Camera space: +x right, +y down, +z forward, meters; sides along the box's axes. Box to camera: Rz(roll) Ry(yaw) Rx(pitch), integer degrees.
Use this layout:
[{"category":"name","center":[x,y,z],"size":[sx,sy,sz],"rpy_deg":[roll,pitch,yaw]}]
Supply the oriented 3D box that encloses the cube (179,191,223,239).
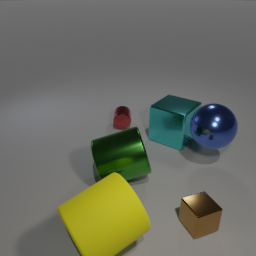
[{"category":"cube","center":[1.722,2.073,6.722],"size":[0.700,0.700,0.700],"rpy_deg":[-11,29,-20]}]

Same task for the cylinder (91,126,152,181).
[{"category":"cylinder","center":[-0.189,0.811,8.010],"size":[1.400,1.400,1.400],"rpy_deg":[-17,29,1]}]

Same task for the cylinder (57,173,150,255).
[{"category":"cylinder","center":[-0.495,1.860,5.737],"size":[1.400,1.400,1.400],"rpy_deg":[-30,37,-18]}]

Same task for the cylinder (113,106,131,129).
[{"category":"cylinder","center":[-0.225,-0.426,11.240],"size":[0.700,0.700,0.700],"rpy_deg":[0,32,0]}]

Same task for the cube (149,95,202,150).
[{"category":"cube","center":[1.721,-0.251,10.321],"size":[1.400,1.400,1.400],"rpy_deg":[19,33,31]}]

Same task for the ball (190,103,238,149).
[{"category":"ball","center":[2.594,-0.049,8.527],"size":[1.400,1.400,1.400],"rpy_deg":[0,28,0]}]
